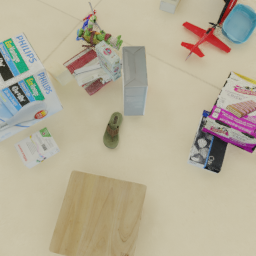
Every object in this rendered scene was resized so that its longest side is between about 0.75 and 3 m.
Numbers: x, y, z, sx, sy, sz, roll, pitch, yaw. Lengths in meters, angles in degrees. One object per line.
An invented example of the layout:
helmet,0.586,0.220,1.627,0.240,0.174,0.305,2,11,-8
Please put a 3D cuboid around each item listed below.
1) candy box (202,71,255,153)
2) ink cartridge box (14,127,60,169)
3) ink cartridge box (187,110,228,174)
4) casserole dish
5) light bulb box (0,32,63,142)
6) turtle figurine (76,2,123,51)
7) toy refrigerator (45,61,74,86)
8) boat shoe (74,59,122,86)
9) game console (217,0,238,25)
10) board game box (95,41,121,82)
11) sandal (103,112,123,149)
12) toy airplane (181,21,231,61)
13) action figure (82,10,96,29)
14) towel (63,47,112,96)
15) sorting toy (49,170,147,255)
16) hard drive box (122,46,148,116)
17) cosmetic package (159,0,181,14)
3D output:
candy box,4.302,-0.710,10.665,1.981,0.886,2.905,26,55,14
ink cartridge box,-3.418,0.753,10.578,1.341,0.563,0.971,-31,70,-13
ink cartridge box,3.215,0.400,10.795,1.236,0.487,2.485,18,67,8
casserole dish,5.134,-4.759,12.943,1.374,0.440,2.269,36,71,0
light bulb box,-4.313,-1.324,10.180,2.967,2.941,1.852,-30,70,-12
turtle figurine,-1.132,-4.342,12.276,1.973,1.464,2.035,25,59,5
toy refrigerator,-2.814,-2.236,11.472,0.572,0.527,1.506,-41,40,-11
boat shoe,-1.011,-2.229,11.522,2.305,0.817,0.805,-15,94,-9
game console,4.440,-6.430,12.629,1.484,2.500,2.154,35,71,11
board game box,-0.706,-2.456,10.410,0.422,1.311,0.968,-39,75,-9
sandal,-0.605,0.036,10.952,0.637,0.458,1.605,8,67,3
toy airplane,3.333,-4.003,12.691,2.623,0.482,2.623,1,66,-2
action figure,-1.859,-4.990,13.214,0.521,0.411,1.592,18,65,13
towel,-1.644,-2.504,12.176,1.523,0.240,2.114,-37,68,-13
sorting toy,-0.906,3.028,9.389,2.621,0.918,2.637,11,67,5
hard drive box,0.221,-1.730,10.744,0.864,2.249,1.753,-2,67,-2
cosmetic package,2.197,-6.424,13.720,0.827,0.559,1.572,23,68,10
